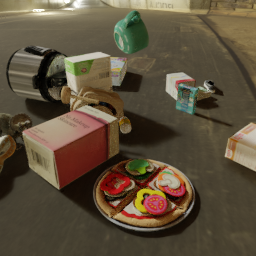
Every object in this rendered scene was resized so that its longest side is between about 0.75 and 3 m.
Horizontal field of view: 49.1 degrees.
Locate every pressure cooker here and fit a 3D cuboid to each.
[{"bbox_3d":[-4.019,-2.554,13.712,2.876,2.569,2.530,12,67,19],"label":"pressure cooker"}]

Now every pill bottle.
[{"bbox_3d":[-0.128,-0.160,11.568,0.438,0.438,0.788,-4,30,-7],"label":"pill bottle"}]

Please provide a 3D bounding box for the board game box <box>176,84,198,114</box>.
[{"bbox_3d":[2.698,-1.326,12.842,0.902,1.195,0.280,25,38,35],"label":"board game box"}]

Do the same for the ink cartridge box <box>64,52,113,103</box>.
[{"bbox_3d":[-1.713,-1.982,12.687,1.819,2.500,1.050,-19,33,-30],"label":"ink cartridge box"}]

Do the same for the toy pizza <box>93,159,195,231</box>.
[{"bbox_3d":[0.469,1.727,8.252,2.980,0.472,2.980,0,30,0],"label":"toy pizza"}]

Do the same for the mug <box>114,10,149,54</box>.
[{"bbox_3d":[0.020,-3.512,10.322,0.943,1.525,1.253,-29,35,-13],"label":"mug"}]

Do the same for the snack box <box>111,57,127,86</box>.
[{"bbox_3d":[-1.376,-3.496,16.871,2.351,0.943,2.788,4,32,6],"label":"snack box"}]

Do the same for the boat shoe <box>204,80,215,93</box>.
[{"bbox_3d":[4.536,-2.428,15.466,0.515,0.487,1.436,4,30,6],"label":"boat shoe"}]

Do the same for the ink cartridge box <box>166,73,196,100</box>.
[{"bbox_3d":[2.696,-2.175,14.506,0.992,0.997,1.372,-9,31,-16],"label":"ink cartridge box"}]

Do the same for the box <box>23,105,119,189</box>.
[{"bbox_3d":[-1.807,0.503,9.378,1.717,1.463,2.685,24,37,35],"label":"box"}]

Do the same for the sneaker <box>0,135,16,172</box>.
[{"bbox_3d":[-4.641,1.087,9.282,0.956,0.825,2.181,-11,26,19],"label":"sneaker"}]

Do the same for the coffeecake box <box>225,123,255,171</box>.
[{"bbox_3d":[4.777,0.801,9.519,1.707,0.813,2.224,-25,38,-36],"label":"coffeecake box"}]

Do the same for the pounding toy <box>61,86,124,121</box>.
[{"bbox_3d":[-1.435,-0.663,11.542,2.844,1.626,1.631,10,25,-23],"label":"pounding toy"}]

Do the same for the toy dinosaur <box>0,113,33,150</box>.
[{"bbox_3d":[-4.511,-0.048,10.402,2.794,1.429,1.075,12,32,18],"label":"toy dinosaur"}]

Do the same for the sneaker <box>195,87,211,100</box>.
[{"bbox_3d":[3.554,-1.803,14.383,1.288,0.474,0.760,-8,35,-33],"label":"sneaker"}]
